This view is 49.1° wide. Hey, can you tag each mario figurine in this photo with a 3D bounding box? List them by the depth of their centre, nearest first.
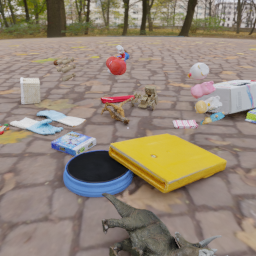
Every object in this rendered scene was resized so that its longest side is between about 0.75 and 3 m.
[{"bbox_3d":[-0.544,-2.964,12.249,1.073,1.250,2.025,-6,21,12],"label":"mario figurine"}]

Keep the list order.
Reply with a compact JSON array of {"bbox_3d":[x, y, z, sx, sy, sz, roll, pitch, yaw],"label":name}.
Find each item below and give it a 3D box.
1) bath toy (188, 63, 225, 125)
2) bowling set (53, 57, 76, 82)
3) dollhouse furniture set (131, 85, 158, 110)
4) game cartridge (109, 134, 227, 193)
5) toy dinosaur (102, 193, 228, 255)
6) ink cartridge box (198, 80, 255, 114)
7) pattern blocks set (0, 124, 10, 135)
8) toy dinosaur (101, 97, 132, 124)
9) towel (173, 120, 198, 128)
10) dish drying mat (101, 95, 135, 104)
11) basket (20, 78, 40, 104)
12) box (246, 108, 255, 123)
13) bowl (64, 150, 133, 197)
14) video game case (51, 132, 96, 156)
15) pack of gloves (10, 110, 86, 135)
[{"bbox_3d":[2.581,-1.199,9.772,0.918,2.111,0.780,-12,-7,-32],"label":"bath toy"},{"bbox_3d":[-3.262,-3.303,14.509,0.833,1.552,1.080,-32,71,-31],"label":"bowling set"},{"bbox_3d":[0.985,-1.398,14.365,1.208,0.916,1.379,11,48,24],"label":"dollhouse furniture set"},{"bbox_3d":[1.234,0.919,8.638,2.806,0.455,2.473,-7,25,-41],"label":"game cartridge"},{"bbox_3d":[0.360,2.239,5.696,1.448,1.090,2.832,-3,15,-36],"label":"toy dinosaur"},{"bbox_3d":[5.082,-1.565,13.477,2.838,1.175,2.068,-13,16,-28],"label":"ink cartridge box"},{"bbox_3d":[-5.326,0.049,11.571,0.834,0.077,0.949,3,24,7],"label":"pattern blocks set"},{"bbox_3d":[-0.472,-0.781,12.952,1.391,0.791,2.618,17,27,-15],"label":"toy dinosaur"},{"bbox_3d":[2.458,-0.186,12.031,0.987,0.148,0.723,-1,23,-2],"label":"towel"},{"bbox_3d":[-0.479,-1.585,15.217,1.915,0.174,0.735,-8,24,-16],"label":"dish drying mat"},{"bbox_3d":[-5.198,-1.974,14.905,0.973,1.210,1.199,-2,23,-20],"label":"basket"},{"bbox_3d":[6.054,-0.586,12.698,0.922,0.360,1.512,19,29,39],"label":"box"},{"bbox_3d":[-0.880,1.264,8.359,2.080,0.408,2.080,0,23,0],"label":"bowl"},{"bbox_3d":[-1.963,0.551,10.168,1.215,0.276,1.102,14,26,29],"label":"video game case"},{"bbox_3d":[-3.471,-0.434,12.182,2.516,0.496,2.114,14,28,29],"label":"pack of gloves"}]
